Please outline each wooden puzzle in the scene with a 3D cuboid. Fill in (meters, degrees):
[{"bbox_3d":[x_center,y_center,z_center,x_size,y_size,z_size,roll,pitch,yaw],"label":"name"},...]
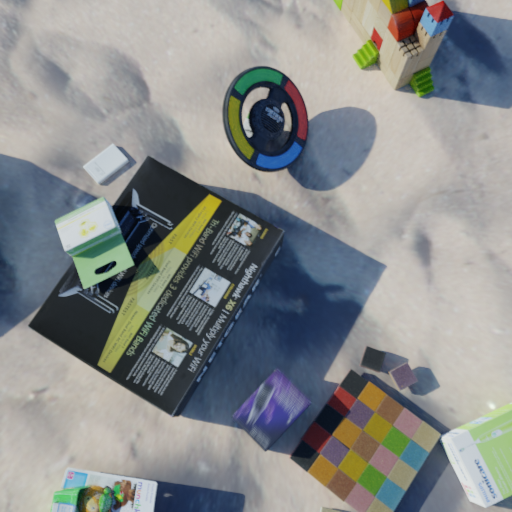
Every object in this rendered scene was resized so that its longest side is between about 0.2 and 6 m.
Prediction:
[{"bbox_3d":[1.868,3.234,9.577,1.880,0.223,3.170,36,77,10],"label":"wooden puzzle"}]

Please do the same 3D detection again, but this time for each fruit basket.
[{"bbox_3d":[-2.484,4.287,8.862,1.700,0.797,1.575,1,73,22],"label":"fruit basket"}]

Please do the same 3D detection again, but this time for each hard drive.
[{"bbox_3d":[-2.975,-1.818,11.099,0.750,0.100,0.495,-41,78,-10],"label":"hard drive"}]

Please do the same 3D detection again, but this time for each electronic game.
[{"bbox_3d":[0.218,-2.595,10.677,1.997,0.416,1.997,-1,91,-35],"label":"electronic game"}]

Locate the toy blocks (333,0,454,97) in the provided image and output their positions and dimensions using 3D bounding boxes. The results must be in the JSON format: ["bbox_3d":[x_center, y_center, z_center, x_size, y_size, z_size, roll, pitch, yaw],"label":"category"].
[{"bbox_3d":[2.675,-4.814,10.951,1.485,2.032,2.972,-27,75,-7],"label":"toy blocks"}]

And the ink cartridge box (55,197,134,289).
[{"bbox_3d":[-2.749,-0.234,9.486,0.962,0.317,1.323,-26,64,-2],"label":"ink cartridge box"}]

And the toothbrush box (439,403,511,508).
[{"bbox_3d":[4.094,3.251,9.331,1.592,0.685,1.159,-23,76,-7],"label":"toothbrush box"}]

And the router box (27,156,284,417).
[{"bbox_3d":[-1.654,0.486,9.966,2.919,0.970,3.712,30,76,8],"label":"router box"}]

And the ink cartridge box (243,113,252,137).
[{"bbox_3d":[-0.148,-2.368,11.027,0.310,0.538,0.736,23,75,4],"label":"ink cartridge box"}]

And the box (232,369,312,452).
[{"bbox_3d":[0.256,2.630,9.564,0.834,0.588,1.128,42,78,10],"label":"box"}]
